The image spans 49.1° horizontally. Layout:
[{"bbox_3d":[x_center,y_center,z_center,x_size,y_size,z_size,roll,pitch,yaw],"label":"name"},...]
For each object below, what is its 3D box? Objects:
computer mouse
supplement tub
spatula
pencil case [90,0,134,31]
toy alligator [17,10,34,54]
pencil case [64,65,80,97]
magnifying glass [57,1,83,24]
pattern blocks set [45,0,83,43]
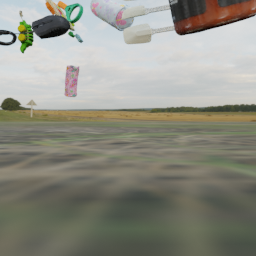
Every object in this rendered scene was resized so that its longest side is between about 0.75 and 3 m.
[{"bbox_3d":[-2.554,-2.560,7.206,2.194,0.643,0.373,-19,-13,-20],"label":"computer mouse"},{"bbox_3d":[0.805,-2.024,3.009,0.981,1.834,0.981,-14,17,4],"label":"supplement tub"},{"bbox_3d":[0.853,-3.025,7.180,2.125,1.478,0.171,-9,7,1],"label":"spatula"},{"bbox_3d":[-0.530,-3.852,9.242,0.751,0.819,1.806,12,26,-44],"label":"pencil case"},{"bbox_3d":[-3.103,-2.982,8.573,0.410,1.513,0.449,-7,-16,-2],"label":"toy alligator"},{"bbox_3d":[-2.213,-1.849,11.049,0.548,1.254,0.548,9,16,-2],"label":"pencil case"},{"bbox_3d":[-1.878,-3.767,8.904,0.175,0.622,1.562,25,15,-46],"label":"magnifying glass"},{"bbox_3d":[-2.295,-3.809,9.466,0.165,2.032,1.786,-35,-12,13],"label":"pattern blocks set"}]
